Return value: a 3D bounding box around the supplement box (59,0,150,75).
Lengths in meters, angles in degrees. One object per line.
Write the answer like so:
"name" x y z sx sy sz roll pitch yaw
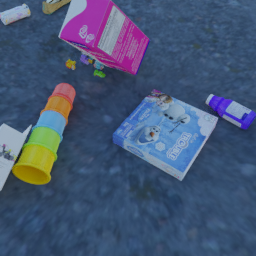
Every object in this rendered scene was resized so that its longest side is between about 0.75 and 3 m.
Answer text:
"supplement box" -0.513 -2.361 7.379 1.154 2.280 1.178 23 93 29

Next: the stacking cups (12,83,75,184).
"stacking cups" -1.833 -0.058 6.683 0.826 0.826 2.729 6 52 5

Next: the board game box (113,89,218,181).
"board game box" 0.932 0.054 6.864 1.881 0.410 1.890 28 56 20

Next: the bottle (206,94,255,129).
"bottle" 2.639 -0.467 7.289 1.245 0.406 0.520 34 62 24

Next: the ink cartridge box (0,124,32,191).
"ink cartridge box" -2.748 0.604 5.897 0.574 0.974 1.692 35 43 -26

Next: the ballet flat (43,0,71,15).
"ballet flat" -2.697 -4.981 10.853 0.565 0.519 1.647 22 54 15

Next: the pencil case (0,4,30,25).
"pencil case" -4.116 -4.147 10.216 1.073 0.446 0.487 -34 27 -24

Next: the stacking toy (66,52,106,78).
"stacking toy" -1.101 -1.997 8.590 1.297 0.305 0.978 22 49 10
